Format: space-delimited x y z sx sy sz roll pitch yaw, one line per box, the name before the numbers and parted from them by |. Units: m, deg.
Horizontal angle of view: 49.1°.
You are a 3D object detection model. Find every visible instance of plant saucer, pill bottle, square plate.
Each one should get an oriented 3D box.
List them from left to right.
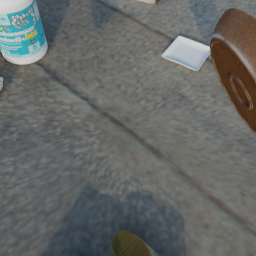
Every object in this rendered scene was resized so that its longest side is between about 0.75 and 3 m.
pill bottle | -3.518 -3.451 8.611 1.532 2.766 1.532 0 54 0
square plate | 2.024 -2.528 9.540 1.341 0.193 1.354 28 59 18
plant saucer | 2.152 -0.724 4.905 0.466 2.705 2.705 -30 56 9

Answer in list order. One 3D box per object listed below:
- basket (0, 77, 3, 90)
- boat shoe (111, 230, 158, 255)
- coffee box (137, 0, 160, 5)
basket | -4.344 -1.262 8.164 1.150 0.800 1.014 24 51 -20
boat shoe | 0.410 2.766 5.549 1.802 0.567 0.657 29 69 27
coffee box | 0.391 -6.101 11.694 2.298 0.917 1.299 19 56 13
